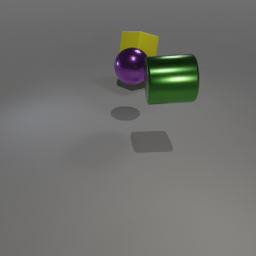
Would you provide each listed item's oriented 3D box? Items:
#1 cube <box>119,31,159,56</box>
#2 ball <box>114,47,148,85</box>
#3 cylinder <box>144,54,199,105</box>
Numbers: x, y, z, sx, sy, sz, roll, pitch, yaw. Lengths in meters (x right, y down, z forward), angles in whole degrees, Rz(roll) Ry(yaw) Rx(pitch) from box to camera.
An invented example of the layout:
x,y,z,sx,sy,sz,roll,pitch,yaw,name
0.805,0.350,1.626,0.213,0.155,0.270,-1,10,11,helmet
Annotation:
x,y,z,sx,sy,sz,roll,pitch,yaw,name
0.542,-4.185,14.595,1.400,1.400,1.400,-4,17,-45,cube
0.162,-2.378,10.779,1.400,1.400,1.400,0,29,0,ball
1.229,-1.423,8.247,1.400,1.400,1.400,-4,29,-1,cylinder
